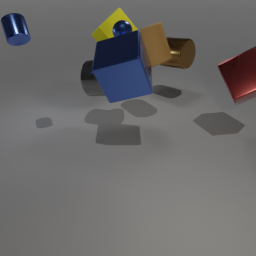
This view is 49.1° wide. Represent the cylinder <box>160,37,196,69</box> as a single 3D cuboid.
[{"bbox_3d":[2.307,-3.626,13.537,1.400,1.400,1.400,20,34,40],"label":"cylinder"}]

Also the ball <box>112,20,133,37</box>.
[{"bbox_3d":[-0.191,-3.340,9.627,0.700,0.700,0.700,0,29,0],"label":"ball"}]

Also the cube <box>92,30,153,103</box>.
[{"bbox_3d":[-0.117,-1.828,8.457,1.400,1.400,1.400,-11,48,15],"label":"cube"}]

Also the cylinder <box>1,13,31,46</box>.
[{"bbox_3d":[-3.374,-2.952,8.432,0.700,0.700,0.700,-19,-6,-2],"label":"cylinder"}]

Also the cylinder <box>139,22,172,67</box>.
[{"bbox_3d":[0.818,-3.113,10.721,1.400,1.400,1.400,-18,16,5],"label":"cylinder"}]

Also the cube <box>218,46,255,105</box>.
[{"bbox_3d":[4.228,-1.813,10.067,1.400,1.400,1.400,-25,-12,21],"label":"cube"}]

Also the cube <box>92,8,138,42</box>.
[{"bbox_3d":[-0.612,-4.409,13.072,1.400,1.400,1.400,-47,18,-11],"label":"cube"}]

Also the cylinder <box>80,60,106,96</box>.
[{"bbox_3d":[-0.883,-1.943,10.778,1.400,1.400,1.400,1,27,23],"label":"cylinder"}]
